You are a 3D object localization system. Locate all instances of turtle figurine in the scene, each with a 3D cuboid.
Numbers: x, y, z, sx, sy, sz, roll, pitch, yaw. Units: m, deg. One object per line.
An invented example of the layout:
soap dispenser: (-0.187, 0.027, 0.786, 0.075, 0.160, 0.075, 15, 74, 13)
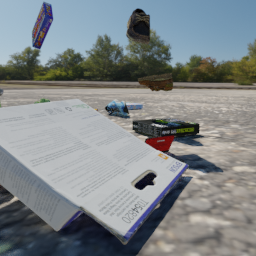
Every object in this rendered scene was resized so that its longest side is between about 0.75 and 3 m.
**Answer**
turtle figurine: (-2.954, -0.172, 5.678, 2.798, 2.013, 2.713, 14, 11, 16)

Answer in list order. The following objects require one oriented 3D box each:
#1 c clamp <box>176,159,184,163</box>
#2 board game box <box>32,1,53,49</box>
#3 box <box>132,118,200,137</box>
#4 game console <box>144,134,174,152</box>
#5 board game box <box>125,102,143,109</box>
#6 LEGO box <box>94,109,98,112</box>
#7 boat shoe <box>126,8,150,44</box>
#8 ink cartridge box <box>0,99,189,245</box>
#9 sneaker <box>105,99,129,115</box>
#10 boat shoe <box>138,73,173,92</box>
c clamp: (0.876, 0.810, 5.944, 0.854, 0.135, 0.999, 0, 10, 30)
board game box: (-3.220, -3.814, 10.477, 0.317, 1.418, 0.953, 11, 48, -33)
box: (1.295, -0.037, 9.795, 1.688, 0.415, 1.747, -3, 10, -29)
game console: (0.617, 0.390, 7.179, 0.889, 0.766, 0.528, -7, 39, -32)
board game box: (-0.041, -1.426, 17.879, 1.265, 0.306, 1.672, -6, 12, -32)
LEGO box: (-2.010, -0.705, 13.598, 1.002, 0.387, 0.747, 1, 10, 5)
boat shoe: (0.355, -3.550, 9.578, 0.804, 0.791, 2.159, 5, 37, -14)
ink cartridge box: (-0.703, 0.509, 4.866, 3.000, 0.609, 2.994, 31, 21, 18)
sneaker: (-0.606, -0.933, 14.588, 0.900, 0.784, 2.001, -26, 18, -18)
boat shoe: (0.978, -1.652, 10.554, 0.662, 0.626, 1.841, -20, 17, -25)
